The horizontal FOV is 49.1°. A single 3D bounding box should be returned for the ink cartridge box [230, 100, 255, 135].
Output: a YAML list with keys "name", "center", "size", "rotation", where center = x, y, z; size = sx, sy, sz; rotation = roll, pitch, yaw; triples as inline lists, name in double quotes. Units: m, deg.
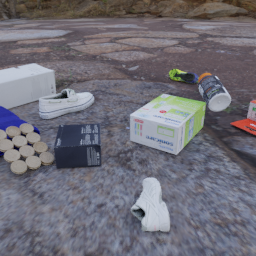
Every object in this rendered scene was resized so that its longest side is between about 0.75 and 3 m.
- name: "ink cartridge box"
  center: [5.207, -0.490, 9.837]
  size: [2.920, 0.735, 1.591]
  rotation: [-15, 30, -30]

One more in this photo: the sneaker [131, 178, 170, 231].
- name: "sneaker"
  center: [0.396, 1.572, 5.957]
  size: [0.728, 0.570, 1.464]
  rotation: [-6, 26, -5]

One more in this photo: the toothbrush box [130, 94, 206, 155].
- name: "toothbrush box"
  center: [1.330, -0.221, 9.071]
  size: [1.639, 0.969, 2.251]
  rotation: [16, 32, 30]

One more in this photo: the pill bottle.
- name: "pill bottle"
  center: [2.292, -1.030, 7.633]
  size: [0.619, 0.619, 1.165]
  rotation: [-3, 43, -7]

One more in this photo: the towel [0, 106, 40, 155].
- name: "towel"
  center: [-4.439, 0.083, 8.872]
  size: [2.191, 0.735, 2.968]
  rotation: [-15, 29, -41]

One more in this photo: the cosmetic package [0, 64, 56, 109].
- name: "cosmetic package"
  center: [-4.794, -1.763, 11.873]
  size: [1.687, 1.213, 2.990]
  rotation: [24, 34, 36]

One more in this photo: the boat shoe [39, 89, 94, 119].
- name: "boat shoe"
  center: [-2.311, -1.104, 10.967]
  size: [0.933, 0.847, 2.537]
  rotation: [18, 32, 32]

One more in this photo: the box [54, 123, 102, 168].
- name: "box"
  center: [-1.380, 0.471, 7.965]
  size: [1.230, 0.703, 1.350]
  rotation: [-1, 26, -6]

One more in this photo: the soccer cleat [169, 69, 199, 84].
- name: "soccer cleat"
  center: [2.889, -2.641, 14.582]
  size: [0.769, 0.595, 1.839]
  rotation: [17, 6, -42]

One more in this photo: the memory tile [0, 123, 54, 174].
- name: "memory tile"
  center: [-2.878, 0.524, 7.692]
  size: [1.220, 0.134, 1.591]
  rotation: [-19, 57, -42]
